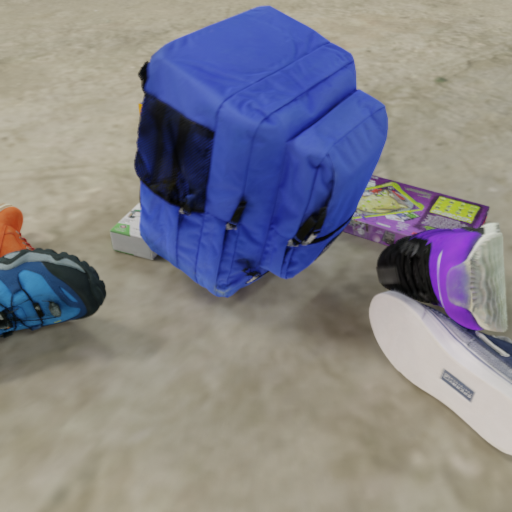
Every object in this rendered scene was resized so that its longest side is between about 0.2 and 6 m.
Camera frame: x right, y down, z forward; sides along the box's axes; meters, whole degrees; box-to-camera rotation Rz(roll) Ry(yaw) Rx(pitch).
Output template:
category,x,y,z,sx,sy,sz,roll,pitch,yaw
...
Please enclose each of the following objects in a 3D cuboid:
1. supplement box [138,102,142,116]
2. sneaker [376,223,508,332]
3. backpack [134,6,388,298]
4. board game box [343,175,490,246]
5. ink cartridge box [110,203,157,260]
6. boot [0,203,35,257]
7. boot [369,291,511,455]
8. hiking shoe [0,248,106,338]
category,x,y,z,sx,sy,sz,roll,pitch,yaw
supplement box,-2.117,-3.335,13.470,1.239,0.679,0.675,19,41,24
sneaker,2.467,0.265,7.683,1.731,1.210,3.481,-3,4,24
backpack,-0.111,-1.072,8.103,3.034,3.616,2.938,40,49,16
board game box,2.632,-0.785,10.386,2.871,0.464,1.723,21,38,25
ink cartridge box,-1.931,-0.483,9.910,0.806,0.465,1.103,13,39,16
boot,-4.045,-0.104,9.281,1.071,0.750,1.998,2,45,-3
boot,2.761,1.334,7.300,1.225,0.987,2.713,-12,42,-33
hiking shoe,-3.769,0.863,7.679,3.477,1.293,1.507,-6,42,9
